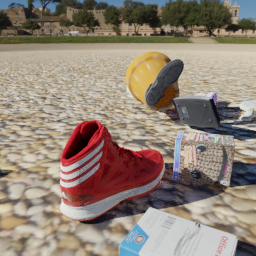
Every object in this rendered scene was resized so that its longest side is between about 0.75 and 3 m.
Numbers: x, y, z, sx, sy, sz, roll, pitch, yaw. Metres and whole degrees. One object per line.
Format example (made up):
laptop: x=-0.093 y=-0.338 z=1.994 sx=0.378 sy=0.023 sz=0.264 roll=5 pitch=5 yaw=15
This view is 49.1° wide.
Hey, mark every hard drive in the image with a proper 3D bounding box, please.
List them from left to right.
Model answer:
hard drive: x=2.246 y=-0.578 z=9.258 sx=0.348 sy=1.109 sz=1.645 roll=-36 pitch=23 yaw=-25

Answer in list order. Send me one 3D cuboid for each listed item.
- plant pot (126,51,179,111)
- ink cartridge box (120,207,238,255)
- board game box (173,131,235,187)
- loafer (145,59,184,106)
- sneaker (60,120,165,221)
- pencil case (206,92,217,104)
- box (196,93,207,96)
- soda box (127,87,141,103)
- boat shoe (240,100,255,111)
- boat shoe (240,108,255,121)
plant pot: x=1.102 y=-1.681 z=10.970 sx=2.135 sy=2.135 sz=1.955 roll=-3 pitch=31 yaw=-8
ink cartridge box: x=0.740 y=1.858 z=4.069 sx=1.431 sy=0.602 sz=1.034 roll=11 pitch=22 yaw=28
board game box: x=1.781 y=0.709 z=6.643 sx=1.305 sy=1.040 sz=0.632 roll=5 pitch=20 yaw=16
loafer: x=1.180 y=-1.596 z=9.599 sx=0.658 sy=1.831 sz=0.577 roll=35 pitch=11 yaw=-12
sneaker: x=-0.142 y=0.585 z=5.972 sx=1.166 sy=1.720 sz=2.977 roll=14 pitch=24 yaw=34
pencil case: x=3.805 y=-1.270 z=12.877 sx=0.570 sy=0.581 sz=1.359 roll=38 pitch=30 yaw=4
box: x=3.527 y=-1.433 z=13.624 sx=0.433 sy=0.390 sz=0.770 roll=18 pitch=26 yaw=39
soda box: x=0.707 y=-2.084 z=14.733 sx=0.940 sy=0.878 sz=2.759 roll=-5 pitch=21 yaw=-14
boat shoe: x=6.116 y=-1.026 z=11.577 sx=2.740 sy=0.976 sz=0.956 roll=12 pitch=24 yaw=32
boat shoe: x=4.859 y=-0.580 z=11.214 sx=1.159 sy=0.405 sz=0.411 roll=-18 pitch=26 yaw=-41
